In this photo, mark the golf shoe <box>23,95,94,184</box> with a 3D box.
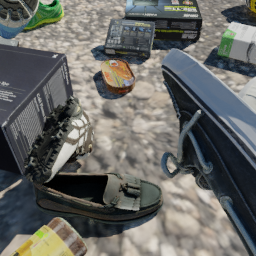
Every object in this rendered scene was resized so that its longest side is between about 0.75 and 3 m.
[{"bbox_3d":[-1.166,0.342,5.664,0.986,1.198,2.536,-25,27,21],"label":"golf shoe"}]

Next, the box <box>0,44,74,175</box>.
[{"bbox_3d":[-3.205,-0.661,6.610,2.938,1.529,2.675,12,46,12],"label":"box"}]

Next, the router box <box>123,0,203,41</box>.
[{"bbox_3d":[1.264,-4.244,10.702,2.826,0.878,2.117,2,45,2],"label":"router box"}]

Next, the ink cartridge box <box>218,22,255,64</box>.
[{"bbox_3d":[4.068,-2.807,9.360,1.713,0.720,1.250,22,49,21],"label":"ink cartridge box"}]

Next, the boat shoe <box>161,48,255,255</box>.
[{"bbox_3d":[0.751,0.183,2.323,0.821,0.887,2.403,-46,47,18],"label":"boat shoe"}]

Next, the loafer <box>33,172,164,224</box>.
[{"bbox_3d":[-0.549,1.228,5.242,2.485,0.781,0.893,0,45,0],"label":"loafer"}]

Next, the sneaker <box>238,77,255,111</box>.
[{"bbox_3d":[2.292,-0.506,3.736,1.951,0.710,0.826,-29,14,-12],"label":"sneaker"}]

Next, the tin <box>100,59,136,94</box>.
[{"bbox_3d":[-0.319,-1.578,8.435,0.876,0.328,1.564,-8,45,-14],"label":"tin"}]

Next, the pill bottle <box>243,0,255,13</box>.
[{"bbox_3d":[5.755,-5.335,11.397,1.468,1.468,2.569,-12,45,-12],"label":"pill bottle"}]

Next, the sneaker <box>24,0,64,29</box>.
[{"bbox_3d":[-3.606,-4.541,10.981,2.179,0.910,0.807,-29,53,-25],"label":"sneaker"}]

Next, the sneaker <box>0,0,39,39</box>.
[{"bbox_3d":[-2.289,-3.006,5.266,1.123,1.289,2.866,7,73,-27],"label":"sneaker"}]

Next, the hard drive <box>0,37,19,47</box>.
[{"bbox_3d":[-4.803,-2.509,8.905,2.293,0.377,1.600,8,43,-15],"label":"hard drive"}]

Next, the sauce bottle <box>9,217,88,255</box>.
[{"bbox_3d":[-1.774,2.434,3.994,0.842,0.842,2.603,31,52,28],"label":"sauce bottle"}]

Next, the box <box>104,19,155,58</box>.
[{"bbox_3d":[0.067,-3.063,9.538,1.573,0.401,1.241,7,71,6],"label":"box"}]
